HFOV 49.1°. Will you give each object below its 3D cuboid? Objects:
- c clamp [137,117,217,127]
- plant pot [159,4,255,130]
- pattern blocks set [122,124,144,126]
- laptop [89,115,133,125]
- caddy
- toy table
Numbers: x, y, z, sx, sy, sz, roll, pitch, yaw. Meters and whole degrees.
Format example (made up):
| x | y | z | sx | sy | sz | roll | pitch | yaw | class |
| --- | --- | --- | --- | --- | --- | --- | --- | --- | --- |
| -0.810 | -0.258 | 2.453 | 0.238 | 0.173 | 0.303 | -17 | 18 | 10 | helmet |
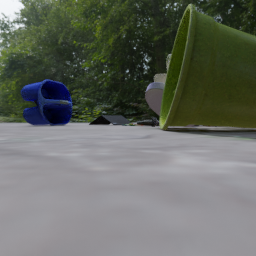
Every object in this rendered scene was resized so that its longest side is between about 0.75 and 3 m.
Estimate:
| x | y | z | sx | sy | sz | roll | pitch | yaw | class |
| --- | --- | --- | --- | --- | --- | --- | --- | --- | --- |
| 1.484 | -0.190 | 9.328 | 2.281 | 0.309 | 1.949 | 0 | 1 | -8 | c clamp |
| 1.974 | -0.946 | 5.539 | 2.228 | 2.424 | 2.424 | 11 | 1 | 1 | plant pot |
| 0.256 | -0.133 | 11.737 | 0.939 | 0.087 | 1.068 | 0 | 2 | 21 | pattern blocks set |
| -0.849 | -0.183 | 14.106 | 1.653 | 0.854 | 1.465 | -32 | -20 | 38 | laptop |
| -3.604 | -1.121 | 13.140 | 1.532 | 2.063 | 2.918 | -6 | 0 | 17 | caddy |
| 1.402 | -1.004 | 7.805 | 1.888 | 1.203 | 2.053 | 12 | -21 | 27 | toy table |
